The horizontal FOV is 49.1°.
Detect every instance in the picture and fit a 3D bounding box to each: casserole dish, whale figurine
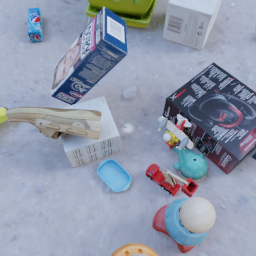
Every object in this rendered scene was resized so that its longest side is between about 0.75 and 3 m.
[{"bbox_3d":[-0.369,1.289,7.513,0.624,0.200,1.031,-39,66,-20],"label":"casserole dish"},{"bbox_3d":[1.644,0.839,7.525,0.951,0.620,1.196,-18,54,-10],"label":"whale figurine"}]

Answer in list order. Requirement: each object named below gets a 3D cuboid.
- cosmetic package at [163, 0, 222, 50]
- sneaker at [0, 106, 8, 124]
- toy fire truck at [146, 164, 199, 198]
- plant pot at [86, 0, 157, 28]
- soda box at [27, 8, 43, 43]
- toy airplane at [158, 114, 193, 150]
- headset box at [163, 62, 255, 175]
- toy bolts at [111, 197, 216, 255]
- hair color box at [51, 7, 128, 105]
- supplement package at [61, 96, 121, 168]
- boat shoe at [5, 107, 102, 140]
[{"bbox_3d":[2.327,-4.116,9.930,1.536,1.546,1.847,21,62,12],"label":"cosmetic package"},{"bbox_3d":[-4.329,0.177,7.875,2.287,0.894,1.033,-29,72,-10],"label":"sneaker"},{"bbox_3d":[1.049,1.303,7.068,1.340,0.945,0.327,36,65,19],"label":"toy fire truck"},{"bbox_3d":[-0.107,-5.468,10.115,2.875,2.609,2.861,12,60,7],"label":"plant pot"},{"bbox_3d":[-3.435,-3.824,10.381,0.443,0.468,1.380,-9,59,-5],"label":"soda box"},{"bbox_3d":[1.235,0.129,7.419,0.684,0.969,0.965,-23,100,-32],"label":"toy airplane"},{"bbox_3d":[2.719,-0.253,7.915,2.095,1.057,2.819,-38,66,-20],"label":"headset box"},{"bbox_3d":[1.078,2.691,5.604,2.521,1.830,2.639,33,60,10],"label":"toy bolts"},{"bbox_3d":[-1.059,-1.738,7.203,0.736,2.433,1.217,23,49,-33],"label":"hair color box"},{"bbox_3d":[-1.097,0.111,7.708,1.426,1.049,1.364,-17,61,-10],"label":"supplement package"},{"bbox_3d":[-1.827,-0.103,6.723,2.364,0.842,0.763,3,93,9],"label":"boat shoe"}]
